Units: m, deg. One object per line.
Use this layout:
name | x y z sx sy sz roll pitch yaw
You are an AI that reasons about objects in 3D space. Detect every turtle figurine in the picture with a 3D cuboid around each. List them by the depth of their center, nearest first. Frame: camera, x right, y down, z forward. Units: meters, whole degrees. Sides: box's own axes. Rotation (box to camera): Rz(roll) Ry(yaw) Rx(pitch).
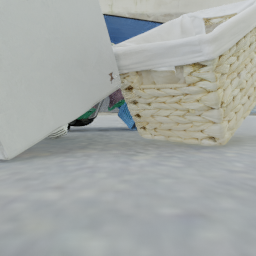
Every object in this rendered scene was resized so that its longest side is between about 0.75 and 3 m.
turtle figurine | -0.750 -1.102 4.654 1.337 1.785 0.899 -21 -10 -8

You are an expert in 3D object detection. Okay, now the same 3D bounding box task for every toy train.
toy train | 0.615 -0.612 7.379 2.193 0.950 1.253 -3 42 -42

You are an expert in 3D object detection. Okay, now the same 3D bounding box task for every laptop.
laptop | -0.695 -1.374 6.965 2.805 2.995 1.736 2 30 -16

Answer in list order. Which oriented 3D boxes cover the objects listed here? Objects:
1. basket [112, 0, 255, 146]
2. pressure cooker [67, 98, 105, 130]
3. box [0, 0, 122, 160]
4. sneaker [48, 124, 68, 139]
basket | 1.067 -0.883 4.174 1.556 1.416 2.295 5 32 41
pressure cooker | -1.329 -0.906 6.656 1.685 1.886 1.659 37 31 19
box | -1.863 -0.777 3.568 2.917 1.422 1.814 2 29 36
sneaker | -1.124 -0.305 4.724 0.419 1.111 0.639 18 -35 5
